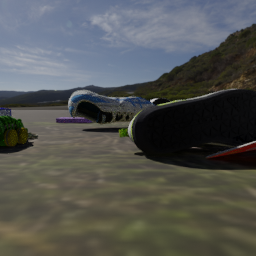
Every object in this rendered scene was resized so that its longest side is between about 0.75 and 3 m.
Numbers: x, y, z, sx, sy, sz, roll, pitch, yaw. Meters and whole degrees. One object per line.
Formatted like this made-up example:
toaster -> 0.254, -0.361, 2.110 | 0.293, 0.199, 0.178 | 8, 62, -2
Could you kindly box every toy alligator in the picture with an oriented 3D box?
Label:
toy alligator -> -2.197, 0.022, 5.304 | 0.574, 0.525, 1.937 | 0, 5, 6

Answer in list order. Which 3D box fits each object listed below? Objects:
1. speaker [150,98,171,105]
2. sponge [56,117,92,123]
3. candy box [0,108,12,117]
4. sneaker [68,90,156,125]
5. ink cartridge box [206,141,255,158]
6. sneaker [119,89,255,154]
speaker -> 1.327, -0.800, 12.349 | 1.051, 1.051, 2.589 | 0, 5, -2
sponge -> -2.255, -0.335, 11.832 | 1.392, 0.208, 0.776 | 0, 4, 5
candy box -> -5.340, -0.419, 10.149 | 1.399, 0.637, 1.655 | 1, 3, 33
sneaker -> -0.434, -0.497, 8.983 | 2.951, 1.061, 1.070 | 7, 48, -8
ink cartridge box -> 2.235, 0.215, 3.613 | 1.858, 0.415, 1.637 | -4, -20, -38
sneaker -> 1.109, -0.119, 4.516 | 2.514, 0.902, 1.041 | -3, 1, -15
